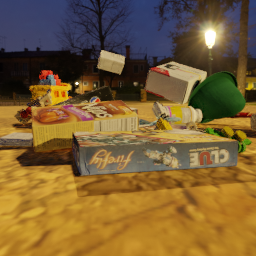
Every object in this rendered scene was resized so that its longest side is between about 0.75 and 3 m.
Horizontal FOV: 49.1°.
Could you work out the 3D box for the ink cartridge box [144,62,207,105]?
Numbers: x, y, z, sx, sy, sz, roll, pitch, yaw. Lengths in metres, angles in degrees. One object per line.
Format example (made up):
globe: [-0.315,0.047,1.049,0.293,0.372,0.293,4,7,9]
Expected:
ink cartridge box: [2.172,-2.087,12.462,1.833,1.042,2.516,24,30,23]

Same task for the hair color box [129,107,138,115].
hair color box: [-0.426,-0.464,11.701,1.264,0.729,2.280,-5,6,-10]

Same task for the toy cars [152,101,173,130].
toy cars: [0.993,-0.236,8.610,0.452,0.915,2.041,-30,26,15]

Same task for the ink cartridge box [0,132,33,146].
ink cartridge box: [-2.540,0.286,7.100,1.050,0.213,1.048,1,7,-2]

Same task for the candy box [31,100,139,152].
candy box: [-1.067,-0.122,6.715,2.350,0.663,1.371,-6,22,-18]

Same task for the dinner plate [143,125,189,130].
dinner plate: [1.317,0.048,9.514,1.615,0.196,1.615,-1,5,0]

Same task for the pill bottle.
pill bottle: [2.190,-0.489,11.552,1.607,0.838,0.838,-1,6,-14]

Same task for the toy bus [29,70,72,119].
toy bus: [-3.656,-1.594,14.111,1.789,2.530,2.636,1,5,24]

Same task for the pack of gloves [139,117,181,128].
pack of gloves: [0.706,-0.255,9.299,1.941,0.383,1.631,-10,0,-7]

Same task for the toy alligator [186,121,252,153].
toy alligator: [1.913,0.249,5.769,1.557,0.462,0.423,15,45,-14]

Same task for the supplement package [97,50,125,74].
supplement package: [-0.644,-2.504,10.669,0.930,0.529,0.509,13,44,-13]

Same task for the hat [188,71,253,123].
hat: [4.343,-0.697,11.331,2.987,2.474,2.629,-34,43,-1]

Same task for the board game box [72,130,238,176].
board game box: [0.348,0.364,5.179,2.632,0.455,1.783,-1,6,-14]

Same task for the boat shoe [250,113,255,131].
boat shoe: [4.722,-0.229,8.956,0.746,0.875,2.618,-4,2,4]

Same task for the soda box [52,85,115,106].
soda box: [-1.800,-0.824,10.843,2.524,0.893,0.799,-24,12,-23]

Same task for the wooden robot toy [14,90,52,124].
wooden robot toy: [-3.931,-0.556,12.334,2.822,1.280,1.243,-24,26,35]
